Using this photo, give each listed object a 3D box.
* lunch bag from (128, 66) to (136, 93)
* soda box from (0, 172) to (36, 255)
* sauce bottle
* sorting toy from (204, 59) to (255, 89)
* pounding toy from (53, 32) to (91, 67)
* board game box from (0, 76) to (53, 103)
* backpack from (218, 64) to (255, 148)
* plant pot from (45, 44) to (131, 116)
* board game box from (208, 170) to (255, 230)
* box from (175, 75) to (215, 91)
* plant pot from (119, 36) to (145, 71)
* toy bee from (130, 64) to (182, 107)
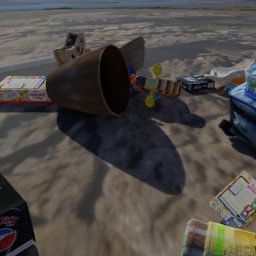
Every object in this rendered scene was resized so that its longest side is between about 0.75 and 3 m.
[{"bbox_3d":[-0.403,-1.589,9.763,1.438,0.977,0.951,12,36,24],"label":"lunch bag"},{"bbox_3d":[-2.689,1.085,4.735,0.990,0.886,2.799,-24,36,-36],"label":"soda box"},{"bbox_3d":[2.000,1.819,3.347,2.718,0.879,0.879,8,29,18],"label":"sauce bottle"},{"bbox_3d":[3.845,-1.985,10.591,1.675,0.994,1.861,14,31,30],"label":"sorting toy"},{"bbox_3d":[-2.357,-3.812,13.545,1.472,1.467,2.565,8,29,14],"label":"pounding toy"},{"bbox_3d":[-3.504,-1.416,9.985,2.093,0.485,1.586,0,27,1],"label":"board game box"},{"bbox_3d":[3.991,-0.384,6.023,2.716,2.181,2.969,-24,41,-14],"label":"backpack"},{"bbox_3d":[-1.316,-1.316,8.552,2.195,2.052,2.052,-3,24,24],"label":"plant pot"},{"bbox_3d":[1.830,1.211,4.553,0.196,0.848,0.642,33,14,-46],"label":"board game box"},{"bbox_3d":[2.591,-1.769,10.911,1.227,0.267,0.983,-8,28,-15],"label":"box"},{"bbox_3d":[-0.106,-2.589,11.177,2.245,1.036,2.245,-33,8,6],"label":"plant pot"},{"bbox_3d":[0.624,-1.338,9.197,2.080,1.362,1.131,-15,-21,31],"label":"toy bee"}]
